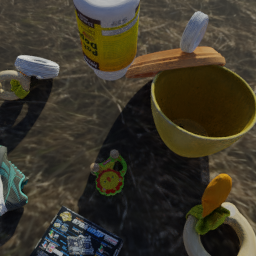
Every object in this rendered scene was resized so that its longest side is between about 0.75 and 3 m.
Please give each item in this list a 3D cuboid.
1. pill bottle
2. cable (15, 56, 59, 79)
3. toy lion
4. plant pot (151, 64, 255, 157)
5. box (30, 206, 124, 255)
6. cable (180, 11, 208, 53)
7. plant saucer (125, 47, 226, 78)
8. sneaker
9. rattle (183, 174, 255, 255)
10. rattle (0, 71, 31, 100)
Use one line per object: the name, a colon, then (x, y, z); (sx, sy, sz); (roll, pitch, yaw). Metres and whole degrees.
pill bottle: (-0.426, -2.090, 6.189); (1.291, 2.363, 1.291); (0, 65, -1)
cable: (-3.038, -2.060, 9.367); (1.416, 0.490, 1.416); (24, 19, 23)
toy lion: (-0.466, 1.289, 7.766); (1.085, 0.373, 1.040); (-34, 71, -20)
plant pot: (1.821, -0.252, 7.705); (2.690, 1.909, 2.690); (3, 53, -4)
box: (-1.206, 2.903, 6.643); (1.778, 0.409, 1.413); (23, 60, 14)
cable: (1.603, -2.304, 6.820); (0.341, 0.985, 0.985); (30, 51, 13)
plant saucer: (1.371, -1.957, 8.472); (2.968, 2.968, 0.555); (-7, 97, -4)
sneaker: (-3.169, 1.356, 7.580); (0.884, 0.752, 1.938); (-6, 61, -22)
rattle: (2.382, 2.691, 5.950); (1.804, 1.979, 2.771); (10, 47, -20)
rattle: (-4.119, -1.667, 8.940); (1.822, 1.186, 1.302); (2, 66, -27)
